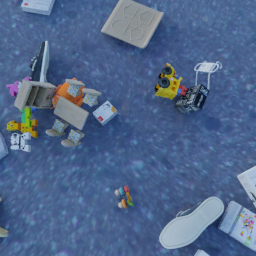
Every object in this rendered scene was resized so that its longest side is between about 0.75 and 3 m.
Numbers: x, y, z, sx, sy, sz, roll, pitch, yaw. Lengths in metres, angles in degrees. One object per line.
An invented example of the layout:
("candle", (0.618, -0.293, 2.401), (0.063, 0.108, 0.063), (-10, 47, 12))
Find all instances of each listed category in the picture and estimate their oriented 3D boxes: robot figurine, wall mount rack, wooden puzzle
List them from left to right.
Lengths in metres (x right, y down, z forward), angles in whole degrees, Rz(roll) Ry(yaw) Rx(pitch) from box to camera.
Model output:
("robot figurine", (-2.370, -1.231, 11.102), (1.115, 0.904, 1.550), (42, 73, -19))
("wooden puzzle", (0.206, -4.598, 12.417), (2.206, 0.511, 2.044), (24, 73, 12))
("wall mount rack", (3.164, -2.170, 11.299), (0.483, 1.294, 1.125), (36, 86, -30))

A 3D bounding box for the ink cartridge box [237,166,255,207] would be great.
("ink cartridge box", (5.065, 2.204, 10.083), (1.298, 0.753, 1.799), (-25, 74, -8))

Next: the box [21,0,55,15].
("box", (-4.034, -6.078, 12.942), (1.294, 0.342, 1.660), (11, 72, 4))

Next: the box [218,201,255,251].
("box", (4.085, 3.450, 9.936), (1.417, 0.292, 1.105), (32, 75, 9))

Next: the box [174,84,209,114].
("box", (2.471, -1.107, 10.886), (0.487, 1.132, 0.927), (35, 70, -21))

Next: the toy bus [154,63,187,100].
("toy bus", (1.749, -1.758, 11.039), (1.194, 0.844, 1.244), (18, 75, -2))

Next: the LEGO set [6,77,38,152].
("LEGO set", (-4.200, -0.405, 10.808), (1.151, 1.070, 2.805), (-4, 79, 2))

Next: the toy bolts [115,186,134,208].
("toy bolts", (-0.184, 2.463, 10.096), (0.526, 0.724, 0.758), (-18, 55, 1))

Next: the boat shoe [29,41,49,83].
("boat shoe", (-3.689, -2.489, 11.503), (0.730, 0.915, 2.421), (3, 72, -5))

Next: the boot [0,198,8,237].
("boot", (-4.749, 3.074, 9.926), (1.554, 0.566, 1.208), (20, 73, 10))

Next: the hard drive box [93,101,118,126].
("hard drive box", (-0.906, -0.592, 11.199), (0.793, 0.305, 0.618), (-42, 75, -11))

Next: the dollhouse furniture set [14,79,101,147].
("dollhouse furniture set", (-2.598, -0.769, 10.183), (2.370, 1.542, 2.177), (30, 105, 17))

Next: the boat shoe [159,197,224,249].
("boat shoe", (2.167, 3.271, 9.730), (2.540, 0.785, 0.951), (-36, 73, -13))

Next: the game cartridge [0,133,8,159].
("game cartridge", (-5.649, 0.481, 10.843), (1.388, 0.421, 2.082), (-38, 76, -15))

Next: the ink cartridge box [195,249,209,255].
("ink cartridge box", (2.707, 4.904, 9.312), (1.385, 0.582, 1.003), (36, 76, 11))
